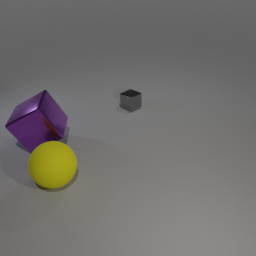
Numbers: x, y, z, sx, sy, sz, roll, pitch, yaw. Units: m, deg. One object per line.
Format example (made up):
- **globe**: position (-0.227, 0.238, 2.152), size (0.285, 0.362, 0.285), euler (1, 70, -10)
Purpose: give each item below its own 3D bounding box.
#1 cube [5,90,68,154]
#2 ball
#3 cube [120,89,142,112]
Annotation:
- **cube**: position (-3.162, -0.223, 9.929), size (1.400, 1.400, 1.400), euler (-26, 32, 13)
- **ball**: position (-2.234, 1.090, 8.351), size (1.400, 1.400, 1.400), euler (0, 33, 0)
- **cube**: position (0.127, -1.244, 12.533), size (0.700, 0.700, 0.700), euler (-28, 40, -35)
